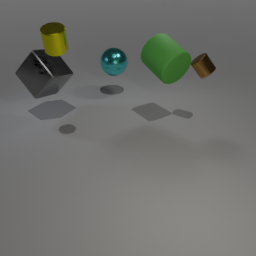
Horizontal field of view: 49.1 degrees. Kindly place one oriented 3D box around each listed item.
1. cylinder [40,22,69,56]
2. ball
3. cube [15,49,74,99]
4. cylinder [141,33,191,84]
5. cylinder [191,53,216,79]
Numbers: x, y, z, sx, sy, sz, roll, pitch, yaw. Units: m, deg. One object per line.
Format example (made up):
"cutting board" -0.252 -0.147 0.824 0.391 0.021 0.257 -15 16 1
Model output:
"cylinder" -2.110 -2.551 8.056 0.700 0.700 0.700 1 49 -1
"ball" -0.712 -3.346 14.195 1.400 1.400 1.400 0 29 0
"cube" -3.435 -2.263 11.598 1.400 1.400 1.400 52 30 3
"cylinder" 1.435 -2.635 10.686 1.400 1.400 1.400 -19 54 -30
"cylinder" 2.863 -2.369 10.670 0.700 0.700 0.700 -37 17 13
